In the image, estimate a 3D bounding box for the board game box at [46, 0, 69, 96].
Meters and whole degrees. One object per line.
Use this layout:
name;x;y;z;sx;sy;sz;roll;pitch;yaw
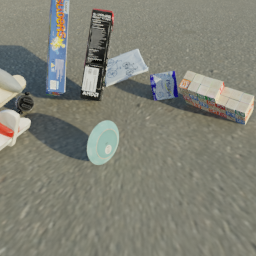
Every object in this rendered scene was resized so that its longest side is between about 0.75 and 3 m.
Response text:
board game box;-2.218;-2.480;8.691;0.492;2.854;1.932;3;3;-18

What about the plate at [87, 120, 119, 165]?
plate;-0.536;0.366;6.673;0.141;1.100;1.100;15;38;36

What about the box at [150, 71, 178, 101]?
box;1.207;-1.399;9.322;0.846;0.778;0.444;-8;35;10

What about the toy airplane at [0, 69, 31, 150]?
toy airplane;-4.073;-0.634;7.270;2.987;2.117;3.000;-11;36;-21

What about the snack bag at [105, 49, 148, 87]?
snack bag;-0.182;-2.329;10.641;1.686;0.181;1.590;-21;46;3

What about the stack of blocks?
stack of blocks;2.643;-0.910;8.389;2.017;1.162;0.591;26;81;29

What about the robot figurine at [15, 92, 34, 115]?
robot figurine;-3.223;-0.770;8.699;0.612;0.508;0.815;-38;24;-22

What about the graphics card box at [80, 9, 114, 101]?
graphics card box;-0.924;-2.100;8.567;0.651;2.561;1.607;8;6;-5
